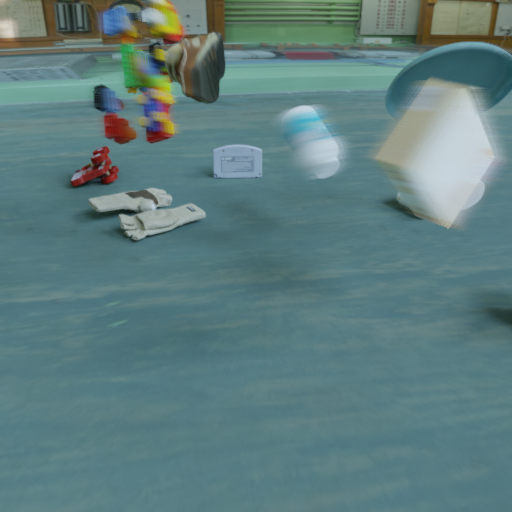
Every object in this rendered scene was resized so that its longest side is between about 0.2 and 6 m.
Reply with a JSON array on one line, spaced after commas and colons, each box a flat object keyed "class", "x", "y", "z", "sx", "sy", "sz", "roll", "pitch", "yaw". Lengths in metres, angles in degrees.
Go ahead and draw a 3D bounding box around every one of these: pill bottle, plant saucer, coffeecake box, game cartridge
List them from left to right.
[{"class": "game cartridge", "x": -0.495, "y": -2.512, "z": 14.907, "sx": 1.298, "sy": 0.865, "sz": 0.263, "roll": -1, "pitch": 25, "yaw": -3}, {"class": "pill bottle", "x": 1.057, "y": -2.135, "z": 10.663, "sx": 0.767, "sy": 0.767, "sz": 1.384, "roll": -13, "pitch": 60, "yaw": -24}, {"class": "coffeecake box", "x": 2.275, "y": -1.221, "z": 6.987, "sx": 0.557, "sy": 1.171, "sz": 1.525, "roll": 31, "pitch": -4, "yaw": 41}, {"class": "plant saucer", "x": 3.570, "y": -3.175, "z": 10.386, "sx": 2.342, "sy": 2.342, "sz": 0.321, "roll": -1, "pitch": 69, "yaw": -2}]

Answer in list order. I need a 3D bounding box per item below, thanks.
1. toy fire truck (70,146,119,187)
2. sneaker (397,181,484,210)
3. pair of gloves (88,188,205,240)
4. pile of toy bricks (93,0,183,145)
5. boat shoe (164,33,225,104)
[{"class": "toy fire truck", "x": -4.279, "y": -2.267, "z": 14.697, "sx": 1.115, "sy": 0.744, "sz": 1.327, "roll": -21, "pitch": 27, "yaw": 0}, {"class": "sneaker", "x": 4.244, "y": -1.508, "z": 13.039, "sx": 2.007, "sy": 0.739, "sz": 1.160, "roll": -15, "pitch": 33, "yaw": -26}, {"class": "pair of gloves", "x": -2.443, "y": -0.980, "z": 12.392, "sx": 1.861, "sy": 0.384, "sz": 2.188, "roll": -19, "pitch": 34, "yaw": -40}, {"class": "pile of toy bricks", "x": -2.135, "y": -3.526, "z": 11.289, "sx": 1.695, "sy": 3.055, "sz": 1.508, "roll": -11, "pitch": -11, "yaw": 23}, {"class": "boat shoe", "x": -0.859, "y": -2.535, "z": 7.585, "sx": 0.722, "sy": 0.739, "sz": 1.954, "roll": -1, "pitch": 29, "yaw": 4}]
